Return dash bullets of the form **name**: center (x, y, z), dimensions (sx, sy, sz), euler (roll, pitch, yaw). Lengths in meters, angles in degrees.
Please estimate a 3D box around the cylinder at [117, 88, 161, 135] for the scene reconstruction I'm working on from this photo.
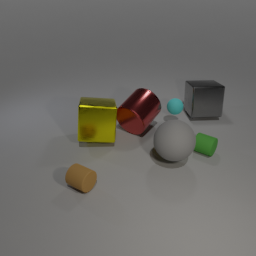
- **cylinder**: center (0.431, -0.686, 11.470), dimensions (1.400, 1.400, 1.400), euler (20, 51, 31)

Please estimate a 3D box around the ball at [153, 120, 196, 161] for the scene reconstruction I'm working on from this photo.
- **ball**: center (1.555, 0.416, 9.375), dimensions (1.400, 1.400, 1.400), euler (0, 30, 0)

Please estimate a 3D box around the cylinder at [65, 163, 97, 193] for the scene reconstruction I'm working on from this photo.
- **cylinder**: center (-1.432, 1.522, 8.573), dimensions (0.700, 0.700, 0.700), euler (18, 34, 29)

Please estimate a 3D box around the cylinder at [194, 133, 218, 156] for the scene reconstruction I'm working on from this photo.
- **cylinder**: center (2.823, 0.599, 10.248), dimensions (0.700, 0.700, 0.700), euler (20, 35, 31)

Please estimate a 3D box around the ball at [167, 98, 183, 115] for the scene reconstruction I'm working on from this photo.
- **ball**: center (2.010, -0.917, 11.964), dimensions (0.700, 0.700, 0.700), euler (0, 30, 0)

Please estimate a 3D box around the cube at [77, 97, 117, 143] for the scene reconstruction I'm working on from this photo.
- **cube**: center (-1.196, -0.342, 10.849), dimensions (1.400, 1.400, 1.400), euler (2, 19, -7)

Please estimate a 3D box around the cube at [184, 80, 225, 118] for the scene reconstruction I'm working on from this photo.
- **cube**: center (3.430, -1.355, 12.790), dimensions (1.400, 1.400, 1.400), euler (-2, 21, -3)
